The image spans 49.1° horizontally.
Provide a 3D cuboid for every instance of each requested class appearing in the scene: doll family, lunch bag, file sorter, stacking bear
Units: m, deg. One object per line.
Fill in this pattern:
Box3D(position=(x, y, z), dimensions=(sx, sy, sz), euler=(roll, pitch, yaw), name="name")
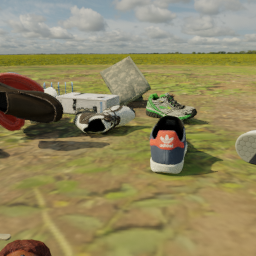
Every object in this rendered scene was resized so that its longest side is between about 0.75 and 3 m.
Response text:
Box3D(position=(-1.645, 1.554, 1.739), dimensions=(2.854, 1.120, 1.650), euler=(-4, 21, -5), name="doll family")
Box3D(position=(-0.068, -2.001, 12.797), dimensions=(1.644, 1.178, 2.004), euler=(-30, 61, -2), name="lunch bag")
Box3D(position=(-3.466, -1.820, 14.073), dimensions=(1.464, 0.898, 1.016), euler=(-3, 17, -13), name="file sorter")
Box3D(position=(-3.619, -1.053, 9.032), dimensions=(1.485, 1.586, 2.612), euler=(38, -2, -18), name="stacking bear")

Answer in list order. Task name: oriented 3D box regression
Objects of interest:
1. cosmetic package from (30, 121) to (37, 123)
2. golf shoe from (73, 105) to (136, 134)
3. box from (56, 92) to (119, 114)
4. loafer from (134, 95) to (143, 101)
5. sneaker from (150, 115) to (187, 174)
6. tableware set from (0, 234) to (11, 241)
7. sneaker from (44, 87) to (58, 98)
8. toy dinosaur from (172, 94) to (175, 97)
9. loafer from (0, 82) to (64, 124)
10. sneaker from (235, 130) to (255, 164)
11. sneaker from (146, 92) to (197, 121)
Box3D(position=(-3.263, -0.525, 10.299), dimensions=(0.618, 0.437, 1.194), euler=(-5, 17, -16), name="cosmetic package")
Box3D(position=(-0.622, -0.172, 8.762), dimensions=(2.093, 0.814, 0.989), euler=(-8, 36, -23), name="golf shoe")
Box3D(position=(-1.629, -0.981, 11.445), dimensions=(2.274, 0.684, 1.326), euler=(6, 17, 21), name="box")
Box3D(position=(-0.195, -1.667, 14.040), dimensions=(1.929, 0.607, 0.693), euler=(-3, 16, -10), name="loafer")
Box3D(position=(1.008, 0.148, 6.735), dimensions=(0.939, 1.058, 2.504), euler=(2, 15, 6), name="sneaker")
Box3D(position=(-2.054, 1.564, 3.206), dimensions=(1.287, 0.258, 0.851), euler=(-1, 26, 18), name="tableware set")
Box3D(position=(-3.955, -1.185, 12.151), dimensions=(2.436, 0.949, 1.210), euler=(6, 26, 40), name="sneaker")
Box3D(position=(1.728, -1.120, 12.564), dimensions=(1.169, 0.597, 0.794), euler=(-29, 13, -25), name="toy dinosaur")
Box3D(position=(-2.790, -0.551, 7.126), dimensions=(2.254, 0.823, 0.804), euler=(13, 23, 0), name="loafer")
Box3D(position=(4.119, 0.329, 6.076), dimensions=(1.996, 1.050, 2.762), euler=(-17, 22, -39), name="sneaker")
Box3D(position=(1.510, -0.782, 10.270), dimensions=(2.223, 0.947, 0.867), euler=(16, 22, 42), name="sneaker")
